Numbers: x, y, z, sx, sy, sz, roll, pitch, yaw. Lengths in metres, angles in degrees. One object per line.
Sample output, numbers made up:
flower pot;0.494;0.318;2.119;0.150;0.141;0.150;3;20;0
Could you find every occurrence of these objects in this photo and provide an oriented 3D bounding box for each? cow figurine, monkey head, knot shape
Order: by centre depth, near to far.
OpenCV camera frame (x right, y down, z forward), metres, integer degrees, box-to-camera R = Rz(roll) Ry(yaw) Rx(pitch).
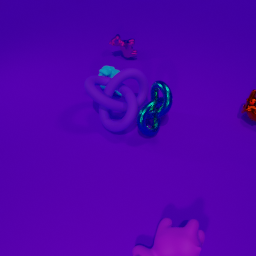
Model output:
cow figurine;0.721;2.303;5.186;1.293;0.710;1.272;-14;26;37
knot shape;0.733;-0.460;7.957;0.729;1.577;1.476;25;73;3
knot shape;-0.422;-0.974;8.103;1.789;0.883;1.912;29;74;1
monkey head;3.809;-0.643;8.225;0.740;0.883;1.228;24;20;22
monkey head;-0.689;-1.603;9.258;1.314;0.792;0.945;34;22;17
cow figurine;-0.189;-3.132;10.796;0.980;0.996;0.547;-10;35;9
